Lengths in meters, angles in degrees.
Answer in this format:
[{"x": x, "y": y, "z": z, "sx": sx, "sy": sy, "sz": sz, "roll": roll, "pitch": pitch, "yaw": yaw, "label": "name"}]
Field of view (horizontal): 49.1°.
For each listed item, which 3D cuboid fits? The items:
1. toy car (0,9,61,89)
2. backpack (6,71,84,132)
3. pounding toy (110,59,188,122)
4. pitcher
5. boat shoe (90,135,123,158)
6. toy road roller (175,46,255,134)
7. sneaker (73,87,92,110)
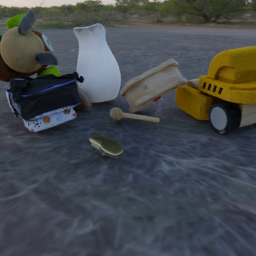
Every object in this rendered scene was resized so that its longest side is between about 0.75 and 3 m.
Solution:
[{"x": -3.132, "y": -2.542, "z": 8.931, "sx": 2.346, "sy": 2.442, "sz": 2.973, "roll": -38, "pitch": 19, "yaw": -33, "label": "toy car"}, {"x": -2.300, "y": -0.773, "z": 7.482, "sx": 1.881, "sy": 1.449, "sz": 1.792, "roll": -18, "pitch": 28, "yaw": -34, "label": "backpack"}, {"x": 0.665, "y": -0.810, "z": 8.145, "sx": 2.458, "sy": 1.410, "sz": 1.405, "roll": -27, "pitch": -4, "yaw": 1, "label": "pounding toy"}, {"x": -0.992, "y": -2.183, "z": 9.489, "sx": 1.432, "sy": 2.362, "sz": 2.027, "roll": -6, "pitch": 16, "yaw": 11, "label": "pitcher"}, {"x": -0.464, "y": 0.449, "z": 6.029, "sx": 0.400, "sy": 0.368, "sz": 1.120, "roll": -18, "pitch": 25, "yaw": -31, "label": "boat shoe"}, {"x": 2.711, "y": -1.242, "z": 7.780, "sx": 1.722, "sy": 2.045, "sz": 2.802, "roll": -12, "pitch": 25, "yaw": -21, "label": "toy road roller"}, {"x": -2.030, "y": -0.879, "z": 8.943, "sx": 0.836, "sy": 0.779, "sz": 2.212, "roll": -39, "pitch": 38, "yaw": -26, "label": "sneaker"}]
